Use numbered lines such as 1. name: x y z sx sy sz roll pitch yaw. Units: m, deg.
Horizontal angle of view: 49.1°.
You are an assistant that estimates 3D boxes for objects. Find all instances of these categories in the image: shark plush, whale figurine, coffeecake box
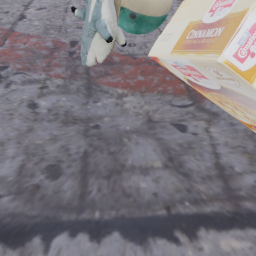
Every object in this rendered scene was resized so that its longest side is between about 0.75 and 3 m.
1. shark plush: -0.658 -2.008 4.719 0.758 1.819 0.827 -10 19 21
2. whale figurine: -0.235 -3.649 7.823 2.887 1.498 2.297 22 46 1
3. coffeecake box: 1.776 -0.527 3.452 2.607 0.952 2.001 31 7 -18

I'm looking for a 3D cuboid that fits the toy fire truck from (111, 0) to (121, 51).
1. toy fire truck: -0.712 -2.979 5.286 2.173 2.469 1.588 15 -1 21
